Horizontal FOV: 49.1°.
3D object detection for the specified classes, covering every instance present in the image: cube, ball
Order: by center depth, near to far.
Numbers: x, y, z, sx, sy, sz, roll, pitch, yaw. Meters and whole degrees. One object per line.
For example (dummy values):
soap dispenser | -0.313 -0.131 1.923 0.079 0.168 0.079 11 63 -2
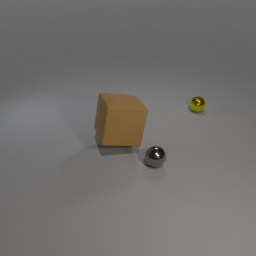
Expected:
ball | 0.910 0.933 9.192 0.700 0.700 0.700 0 31 0
cube | -0.287 -0.306 9.708 1.400 1.400 1.400 2 25 -19
ball | 3.146 -1.073 12.635 0.700 0.700 0.700 0 31 0
